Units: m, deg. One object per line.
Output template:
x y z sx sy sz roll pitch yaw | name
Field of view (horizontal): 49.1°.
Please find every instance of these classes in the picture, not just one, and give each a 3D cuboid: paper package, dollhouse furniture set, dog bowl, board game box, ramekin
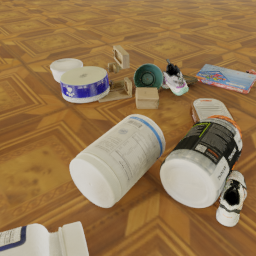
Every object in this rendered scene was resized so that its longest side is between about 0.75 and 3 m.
0.854 -1.351 12.542 1.007 0.547 1.057 0 35 0 | paper package
-0.849 -2.565 13.048 1.581 1.941 1.845 -11 35 -15 | dollhouse furniture set
-2.016 -2.077 13.128 2.235 0.880 2.235 -3 34 2 | dog bowl
4.911 -2.521 14.151 2.711 0.264 1.395 23 51 30 | board game box
-3.140 -2.944 14.548 1.674 0.780 1.674 0 36 0 | ramekin

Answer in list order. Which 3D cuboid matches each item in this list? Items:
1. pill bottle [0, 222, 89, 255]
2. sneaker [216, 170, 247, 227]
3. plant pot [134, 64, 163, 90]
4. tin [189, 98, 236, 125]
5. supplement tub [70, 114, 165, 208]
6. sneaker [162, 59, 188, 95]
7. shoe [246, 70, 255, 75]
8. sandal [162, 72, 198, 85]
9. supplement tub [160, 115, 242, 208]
-2.257 2.934 5.552 2.948 1.765 1.765 -11 37 -15 | pill bottle
3.037 1.819 7.958 0.730 0.792 1.980 12 36 19 | sneaker
0.960 -2.357 13.442 1.376 1.376 0.922 1 9 1 | plant pot
3.401 -0.397 11.268 1.545 0.578 2.760 2 36 -4 | tin
-0.228 0.882 8.387 1.736 1.736 2.632 24 45 30 | supplement tub
1.954 -2.546 13.033 0.844 1.519 2.172 -32 33 -10 | sneaker
6.637 -2.890 14.918 0.371 0.292 0.816 -9 31 -9 | shoe
2.408 -2.669 14.248 2.315 0.632 0.946 14 37 28 | sandal
2.333 0.845 8.456 1.757 1.757 2.867 22 42 27 | supplement tub
